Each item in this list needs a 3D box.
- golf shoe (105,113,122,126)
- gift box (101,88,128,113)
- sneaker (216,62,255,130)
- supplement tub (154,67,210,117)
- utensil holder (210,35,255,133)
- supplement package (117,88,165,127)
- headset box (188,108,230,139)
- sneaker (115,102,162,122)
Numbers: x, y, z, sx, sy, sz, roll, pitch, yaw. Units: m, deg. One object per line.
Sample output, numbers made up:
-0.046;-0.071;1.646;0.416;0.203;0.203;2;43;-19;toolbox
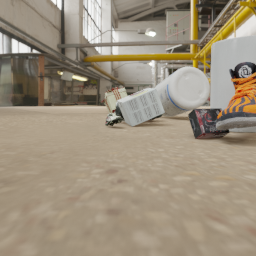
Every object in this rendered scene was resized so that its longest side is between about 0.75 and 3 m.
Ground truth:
-0.467;-0.297;8.464;0.345;0.394;0.894;5;-9;-27;golf shoe
-0.548;-1.126;12.253;1.128;1.053;1.041;-15;-23;-18;gift box
2.353;-0.699;5.817;0.937;1.354;2.417;-8;1;33;sneaker
2.275;-1.542;12.714;1.832;1.832;2.777;-1;-4;-12;supplement tub
3.344;-1.193;7.869;2.056;2.419;2.056;-2;7;0;utensil holder
0.396;-0.715;9.249;1.168;0.859;1.117;-23;12;-8;supplement package
1.713;-0.102;6.079;0.811;0.603;0.304;-3;-24;-22;headset box
0.483;-0.696;10.702;0.967;0.900;2.240;2;6;43;sneaker
